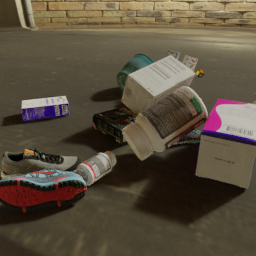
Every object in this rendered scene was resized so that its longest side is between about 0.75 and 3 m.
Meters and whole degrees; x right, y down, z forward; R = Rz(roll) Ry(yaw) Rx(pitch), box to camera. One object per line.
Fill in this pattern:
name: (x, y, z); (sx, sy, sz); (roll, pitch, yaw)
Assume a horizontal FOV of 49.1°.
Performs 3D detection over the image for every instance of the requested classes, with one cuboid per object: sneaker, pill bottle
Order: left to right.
sneaker: (-2.335, 0.970, 7.589); (2.174, 0.862, 0.803); (-3, 24, -10)
sneaker: (-2.105, 1.447, 6.864); (2.092, 0.830, 0.999); (3, 15, -14)
pill bottle: (-0.829, 1.056, 7.682); (0.613, 0.613, 1.107); (18, 30, 33)
pill bottle: (1.084, -0.123, 8.491); (2.363, 1.336, 1.336); (-33, 33, -7)
sneaker: (2.028, 0.149, 9.520); (1.515, 0.663, 0.564); (-8, 27, -15)

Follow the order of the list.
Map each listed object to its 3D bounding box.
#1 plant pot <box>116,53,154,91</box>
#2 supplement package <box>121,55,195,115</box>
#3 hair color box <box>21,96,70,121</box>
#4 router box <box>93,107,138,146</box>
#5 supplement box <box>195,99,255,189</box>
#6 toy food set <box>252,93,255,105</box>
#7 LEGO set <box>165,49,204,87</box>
plant pot: (0.367, -2.678, 14.452); (1.762, 1.762, 1.655); (21, 48, 37)
supplement package: (1.214, -1.624, 11.218); (2.561, 1.457, 1.403); (-31, 64, -34)
hair color box: (-3.437, -0.841, 11.696); (1.835, 0.595, 1.003); (-10, 26, -15)
router box: (-0.225, -0.123, 10.185); (1.383, 0.573, 1.846); (-19, 32, -34)
supplement box: (3.062, 0.289, 8.304); (1.429, 1.459, 2.824); (13, 29, 23)
toy food set: (6.074, -0.765, 11.797); (1.756, 0.510, 2.543); (5, 30, 27)
LEGO set: (2.198, -2.381, 13.014); (0.728, 2.215, 2.965); (8, 19, -32)
